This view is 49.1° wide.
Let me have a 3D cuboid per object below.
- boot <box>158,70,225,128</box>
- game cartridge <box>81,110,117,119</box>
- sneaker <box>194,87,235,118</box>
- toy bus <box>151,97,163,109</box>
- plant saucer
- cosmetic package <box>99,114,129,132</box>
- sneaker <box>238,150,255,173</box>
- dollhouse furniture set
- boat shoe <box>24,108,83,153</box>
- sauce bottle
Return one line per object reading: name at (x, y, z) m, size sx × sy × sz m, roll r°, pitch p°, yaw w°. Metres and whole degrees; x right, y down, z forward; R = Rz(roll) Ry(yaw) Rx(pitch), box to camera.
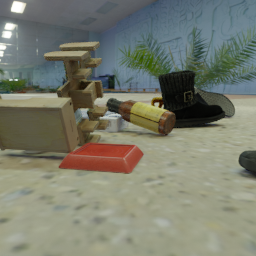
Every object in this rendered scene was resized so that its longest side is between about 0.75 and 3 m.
boot at (2.601, -1.225, 11.114) m, size 2.877 × 2.151 × 1.083 m, roll -8°, pitch 8°, yaw -22°
game cartridge at (-1.692, -0.436, 12.035) m, size 1.817 × 0.558 × 2.730 m, roll 2°, pitch 9°, yaw 37°
sneaker at (3.908, -1.167, 14.664) m, size 2.877 × 1.094 × 2.078 m, roll 22°, pitch -14°, yaw -5°
toy bus at (2.173, -1.011, 13.288) m, size 2.228 × 1.220 × 2.361 m, roll 0°, pitch 9°, yaw 0°
plant saucer at (-0.520, 0.599, 6.226) m, size 1.537 × 0.282 × 1.534 m, roll 3°, pitch 10°, yaw 13°
cosmetic package at (-0.507, -0.203, 10.491) m, size 0.727 × 0.529 × 1.430 m, roll 4°, pitch 8°, yaw 19°
sneaker at (3.449, 0.112, 5.223) m, size 2.662 × 1.537 × 1.007 m, roll 0°, pitch 9°, yaw 2°
dollhouse furniture set at (-1.866, -0.656, 7.297) m, size 1.881 × 2.481 × 2.831 m, roll 2°, pitch 30°, yaw 14°
boat shoe at (-2.078, -0.152, 7.750) m, size 0.832 × 0.849 × 2.385 m, roll 2°, pitch 26°, yaw 22°
sauce bottle at (0.360, -0.510, 9.700) m, size 2.586 × 0.853 × 0.853 m, roll 23°, pitch 21°, yaw 32°
